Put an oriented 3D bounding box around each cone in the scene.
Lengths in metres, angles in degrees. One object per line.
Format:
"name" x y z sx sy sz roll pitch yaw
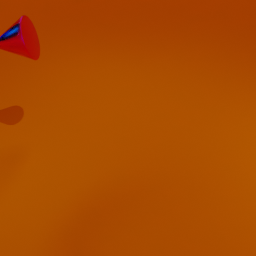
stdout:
"cone" -2.801 -2.050 6.671 1.036 1.032 1.032 -8 39 5
